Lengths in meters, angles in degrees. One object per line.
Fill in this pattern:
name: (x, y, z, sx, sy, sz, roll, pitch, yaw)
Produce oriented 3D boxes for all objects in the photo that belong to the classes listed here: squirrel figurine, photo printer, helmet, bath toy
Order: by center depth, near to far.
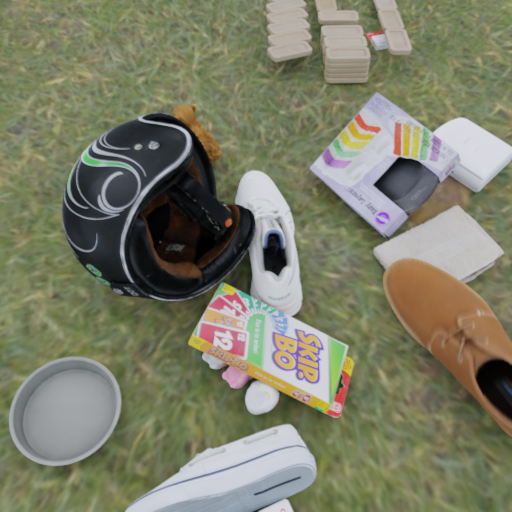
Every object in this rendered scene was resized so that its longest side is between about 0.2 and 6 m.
bath toy: (-0.217, 1.675, 8.551, 0.718, 0.611, 1.652, -49, 63, 9)
helmet: (-1.638, -0.798, 8.868, 2.844, 2.844, 2.712, -34, 38, -20)
squirrel figurine: (-1.156, -2.323, 10.668, 0.812, 1.070, 1.147, -33, 47, -18)
photo printer: (4.096, -2.038, 10.943, 1.201, 0.501, 1.443, -39, 66, -22)

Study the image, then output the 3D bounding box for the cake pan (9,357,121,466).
cake pan: (-2.789, 2.300, 8.302, 1.612, 0.296, 1.612, 0, 57, 0)

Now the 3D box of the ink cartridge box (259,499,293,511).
ink cartridge box: (0.059, 3.797, 7.243, 1.115, 0.470, 0.814, -20, 60, -12)

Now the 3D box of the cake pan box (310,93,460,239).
cake pan box: (2.320, -1.621, 10.161, 1.897, 0.539, 2.060, -48, 65, 11)

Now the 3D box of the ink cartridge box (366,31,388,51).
ink cartridge box: (3.022, -5.127, 13.121, 0.720, 0.161, 0.634, -14, 60, -9)

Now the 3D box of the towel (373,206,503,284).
towel: (3.172, -0.025, 9.774, 1.970, 0.340, 1.306, -25, 60, -14)

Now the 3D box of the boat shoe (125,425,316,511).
boat shoe: (-0.516, 3.076, 7.589, 2.626, 0.966, 0.877, -14, 32, -9)

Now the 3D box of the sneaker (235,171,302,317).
sneaker: (0.257, -0.405, 9.469, 1.073, 1.254, 2.879, -10, 57, -7)

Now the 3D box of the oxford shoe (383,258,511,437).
oxford shoe: (3.097, 1.215, 8.209, 1.191, 1.191, 3.340, -44, 64, 9)

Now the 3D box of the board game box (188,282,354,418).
board game box: (0.325, 1.393, 8.417, 2.452, 0.368, 1.172, 29, 44, -1)

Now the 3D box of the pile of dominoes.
pile of dominoes: (1.785, -5.492, 13.329, 3.122, 0.638, 4.006, -1, 49, 0)
